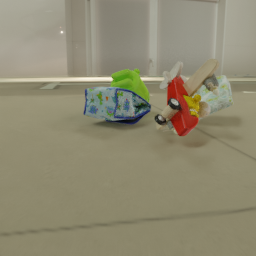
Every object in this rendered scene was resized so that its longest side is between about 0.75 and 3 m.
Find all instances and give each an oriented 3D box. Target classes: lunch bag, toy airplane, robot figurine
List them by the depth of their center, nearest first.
[{"bbox_3d":[1.501,-0.741,7.327,1.412,1.992,2.000,23,-2,-14],"label":"toy airplane"},{"bbox_3d":[-0.324,-0.722,9.095,1.490,1.117,1.752,8,6,39],"label":"lunch bag"},{"bbox_3d":[0.105,-1.341,10.463,1.168,1.771,2.019,-17,-31,16],"label":"robot figurine"}]

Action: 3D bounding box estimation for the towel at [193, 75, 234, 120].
[{"bbox_3d":[2.652,-0.987,9.401,1.585,0.446,1.852,-28,23,29],"label":"towel"}]
